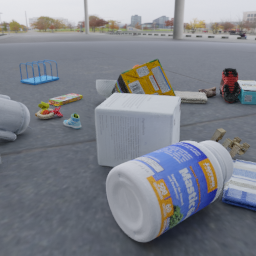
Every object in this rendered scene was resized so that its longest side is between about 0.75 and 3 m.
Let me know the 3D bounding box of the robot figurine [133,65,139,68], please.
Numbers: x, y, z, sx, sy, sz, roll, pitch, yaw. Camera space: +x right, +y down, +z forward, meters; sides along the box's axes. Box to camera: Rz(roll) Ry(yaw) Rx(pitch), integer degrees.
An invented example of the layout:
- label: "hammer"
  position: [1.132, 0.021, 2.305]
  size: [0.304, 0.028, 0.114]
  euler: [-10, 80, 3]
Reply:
- label: "robot figurine"
  position: [0.993, -3.144, 16.386]
  size: [1.874, 1.093, 1.348]
  euler: [5, 61, 11]

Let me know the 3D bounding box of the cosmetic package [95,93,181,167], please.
- label: "cosmetic package"
  position: [0.331, 0.053, 7.455]
  size: [1.944, 1.604, 1.603]
  euler: [6, 23, 15]

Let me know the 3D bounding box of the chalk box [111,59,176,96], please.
- label: "chalk box"
  position: [0.413, -1.102, 9.707]
  size: [1.428, 1.438, 2.304]
  euler: [-24, -4, -15]

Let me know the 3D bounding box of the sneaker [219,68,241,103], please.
- label: "sneaker"
  position: [4.865, -1.854, 13.438]
  size: [0.818, 1.131, 2.314]
  euler: [6, 46, 11]

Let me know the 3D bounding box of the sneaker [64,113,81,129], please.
- label: "sneaker"
  position: [-1.970, -0.308, 9.861]
  size: [0.820, 0.536, 0.326]
  euler: [14, 26, 33]

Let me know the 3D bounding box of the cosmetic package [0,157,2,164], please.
- label: "cosmetic package"
  position: [-4.560, 0.436, 7.796]
  size: [1.076, 0.660, 2.606]
  euler: [-18, 27, -40]

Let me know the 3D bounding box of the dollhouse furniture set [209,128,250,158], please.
- label: "dollhouse furniture set"
  position: [2.676, 0.507, 7.589]
  size: [0.771, 0.584, 0.879]
  euler: [-5, 39, -48]

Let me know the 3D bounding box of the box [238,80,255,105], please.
- label: "box"
  position: [5.798, -1.746, 13.415]
  size: [1.017, 0.607, 2.472]
  euler: [4, 22, 11]

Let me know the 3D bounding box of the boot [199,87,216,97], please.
- label: "boot"
  position: [3.941, -1.826, 13.943]
  size: [0.838, 0.402, 1.146]
  euler: [4, 21, 15]

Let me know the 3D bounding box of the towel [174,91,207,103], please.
- label: "towel"
  position: [2.785, -1.428, 13.071]
  size: [1.746, 0.301, 1.157]
  euler: [4, 23, 9]

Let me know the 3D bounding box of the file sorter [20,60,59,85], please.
- label: "file sorter"
  position: [-5.357, -3.401, 16.892]
  size: [1.323, 1.169, 1.906]
  euler: [13, 25, 32]

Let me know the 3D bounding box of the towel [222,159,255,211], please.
- label: "towel"
  position: [2.893, 1.276, 6.259]
  size: [1.371, 0.222, 1.866]
  euler: [10, 24, 23]

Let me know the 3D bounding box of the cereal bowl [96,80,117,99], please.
- label: "cereal bowl"
  position: [-0.452, -1.639, 12.518]
  size: [2.028, 0.844, 2.028]
  euler: [7, 6, -1]

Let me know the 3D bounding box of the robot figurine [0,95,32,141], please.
- label: "robot figurine"
  position: [-3.954, -0.380, 8.833]
  size: [1.099, 1.650, 1.946]
  euler: [-30, -26, 30]

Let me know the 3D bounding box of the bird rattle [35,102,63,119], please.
- label: "bird rattle"
  position: [-3.082, -0.559, 10.831]
  size: [1.017, 0.573, 0.830]
  euler: [23, 40, 19]

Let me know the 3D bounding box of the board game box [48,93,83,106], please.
- label: "board game box"
  position: [-2.901, -1.320, 12.922]
  size: [0.745, 0.234, 1.560]
  euler: [15, 28, 35]

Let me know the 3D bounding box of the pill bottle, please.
- label: "pill bottle"
  position: [0.917, 1.017, 5.362]
  size: [2.427, 1.360, 1.360]
  euler: [-17, 27, -35]
